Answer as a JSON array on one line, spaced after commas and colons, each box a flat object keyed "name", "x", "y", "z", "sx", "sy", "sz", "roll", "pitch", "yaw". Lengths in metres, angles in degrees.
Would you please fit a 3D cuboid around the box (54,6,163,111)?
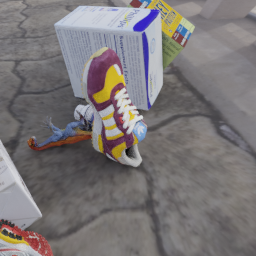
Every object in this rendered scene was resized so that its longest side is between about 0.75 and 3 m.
[{"name": "box", "x": -0.390, "y": -1.874, "z": 7.453, "sx": 2.406, "sy": 2.212, "sz": 1.262, "roll": 13, "pitch": 47, "yaw": 22}]

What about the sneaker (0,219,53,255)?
[{"name": "sneaker", "x": -1.583, "y": 1.768, "z": 4.111, "sx": 0.464, "sy": 1.130, "sz": 0.440, "roll": -50, "pitch": 23, "yaw": 2}]

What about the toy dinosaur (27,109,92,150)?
[{"name": "toy dinosaur", "x": -1.498, "y": 0.189, "z": 6.308, "sx": 1.350, "sy": 0.781, "sz": 1.487, "roll": -45, "pitch": 76, "yaw": -5}]

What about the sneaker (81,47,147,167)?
[{"name": "sneaker", "x": -0.124, "y": -0.304, "z": 5.394, "sx": 1.141, "sy": 2.533, "sz": 0.949, "roll": 26, "pitch": 53, "yaw": 26}]

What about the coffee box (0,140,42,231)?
[{"name": "coffee box", "x": -2.901, "y": 0.767, "z": 4.828, "sx": 1.610, "sy": 1.122, "sz": 2.815, "roll": -33, "pitch": 49, "yaw": -20}]

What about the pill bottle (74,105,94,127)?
[{"name": "pill bottle", "x": -0.828, "y": -0.273, "z": 6.995, "sx": 0.967, "sy": 0.537, "sz": 0.537, "roll": 16, "pitch": 41, "yaw": 18}]

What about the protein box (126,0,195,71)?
[{"name": "protein box", "x": 0.550, "y": -2.602, "z": 8.239, "sx": 1.848, "sy": 1.862, "sz": 1.256, "roll": 36, "pitch": 51, "yaw": -8}]
